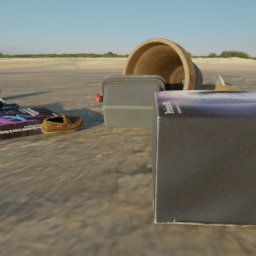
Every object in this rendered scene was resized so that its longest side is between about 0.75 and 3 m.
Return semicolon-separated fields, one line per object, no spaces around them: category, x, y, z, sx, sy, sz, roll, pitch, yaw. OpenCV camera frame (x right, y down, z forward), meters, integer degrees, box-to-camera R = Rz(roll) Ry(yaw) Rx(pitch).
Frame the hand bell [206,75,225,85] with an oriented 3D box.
hand bell;3.605;-1.819;14.129;2.252;1.172;1.172;-15;17;-7

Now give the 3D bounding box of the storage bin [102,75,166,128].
storage bin;0.120;-0.656;8.656;2.025;1.473;1.360;2;42;6

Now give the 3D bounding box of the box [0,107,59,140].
box;-3.382;-0.157;8.050;2.629;0.475;1.880;-8;17;-34

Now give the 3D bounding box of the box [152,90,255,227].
box;1.619;0.250;4.428;2.470;1.535;2.490;0;14;4

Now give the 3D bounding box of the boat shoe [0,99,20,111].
boat shoe;-4.490;-0.747;9.980;0.752;0.649;2.069;2;15;7

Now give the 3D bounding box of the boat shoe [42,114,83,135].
boat shoe;-1.734;-0.149;7.662;1.250;0.425;0.450;-19;51;-43

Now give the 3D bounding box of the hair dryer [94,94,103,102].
hair dryer;-1.126;-1.424;13.222;0.977;0.349;1.283;7;17;22

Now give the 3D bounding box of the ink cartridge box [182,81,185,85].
ink cartridge box;2.171;-1.398;11.723;1.436;0.317;1.463;-7;48;-26

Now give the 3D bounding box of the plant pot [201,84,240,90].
plant pot;3.516;-1.207;11.257;1.835;0.847;1.835;1;18;0

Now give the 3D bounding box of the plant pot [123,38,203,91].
plant pot;1.530;-1.705;10.008;2.670;2.670;2.328;13;13;40
